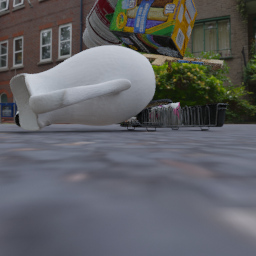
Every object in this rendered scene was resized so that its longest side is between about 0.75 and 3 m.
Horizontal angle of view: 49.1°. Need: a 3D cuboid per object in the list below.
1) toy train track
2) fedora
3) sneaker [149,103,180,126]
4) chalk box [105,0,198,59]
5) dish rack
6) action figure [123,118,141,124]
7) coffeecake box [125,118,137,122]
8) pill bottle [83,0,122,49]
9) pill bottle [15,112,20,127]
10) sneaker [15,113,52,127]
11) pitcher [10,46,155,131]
[{"bbox_3d":[1.876,-2.303,10.153,2.961,0.482,1.699,11,35,23],"label":"toy train track"},{"bbox_3d":[1.068,-0.609,12.575,2.055,0.938,2.055,-13,-6,-1],"label":"fedora"},{"bbox_3d":[1.163,-0.350,9.103,0.852,0.786,1.931,-1,-7,-7],"label":"sneaker"},{"bbox_3d":[0.416,-2.460,6.385,1.902,1.179,1.187,18,-2,25],"label":"chalk box"},{"bbox_3d":[0.766,-0.187,5.236,1.778,0.485,1.364,-1,0,-16],"label":"dish rack"},{"bbox_3d":[0.195,-0.234,11.627,0.751,0.383,0.446,-2,-10,12],"label":"action figure"},{"bbox_3d":[0.382,-0.300,13.836,1.153,0.421,0.885,0,1,1],"label":"coffeecake box"},{"bbox_3d":[-0.393,-3.419,8.506,1.428,1.428,2.528,-1,-24,-34],"label":"pill bottle"},{"bbox_3d":[-3.930,-0.372,11.458,1.155,0.651,0.651,0,1,4],"label":"pill bottle"},{"bbox_3d":[-3.332,-0.355,10.477,1.783,0.630,0.871,-1,2,28],"label":"sneaker"},{"bbox_3d":[-0.567,-0.602,4.504,2.240,1.358,1.922,-16,15,-26],"label":"pitcher"}]
